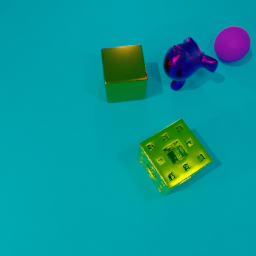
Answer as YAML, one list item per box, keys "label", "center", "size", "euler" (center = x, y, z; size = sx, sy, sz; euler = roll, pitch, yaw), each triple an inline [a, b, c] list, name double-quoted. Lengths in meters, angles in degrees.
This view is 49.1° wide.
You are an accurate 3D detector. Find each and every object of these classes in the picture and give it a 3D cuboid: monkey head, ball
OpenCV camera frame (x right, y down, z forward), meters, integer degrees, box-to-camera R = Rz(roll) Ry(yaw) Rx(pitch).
- label: "monkey head"
  center: [1.625, -1.690, 7.513]
  size: [1.317, 1.831, 1.103]
  euler: [34, 72, 20]
- label: "ball"
  center: [3.073, -2.467, 8.280]
  size: [1.022, 1.022, 1.022]
  euler: [0, 68, 0]

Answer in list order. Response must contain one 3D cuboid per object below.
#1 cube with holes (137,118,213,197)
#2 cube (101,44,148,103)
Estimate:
- label: "cube with holes"
  center: [1.079, 0.760, 6.887]
  size: [1.217, 1.217, 1.217]
  euler: [-30, 71, -11]
- label: "cube"
  center: [-0.113, -1.489, 7.829]
  size: [1.124, 1.124, 1.124]
  euler: [-7, 69, -3]
